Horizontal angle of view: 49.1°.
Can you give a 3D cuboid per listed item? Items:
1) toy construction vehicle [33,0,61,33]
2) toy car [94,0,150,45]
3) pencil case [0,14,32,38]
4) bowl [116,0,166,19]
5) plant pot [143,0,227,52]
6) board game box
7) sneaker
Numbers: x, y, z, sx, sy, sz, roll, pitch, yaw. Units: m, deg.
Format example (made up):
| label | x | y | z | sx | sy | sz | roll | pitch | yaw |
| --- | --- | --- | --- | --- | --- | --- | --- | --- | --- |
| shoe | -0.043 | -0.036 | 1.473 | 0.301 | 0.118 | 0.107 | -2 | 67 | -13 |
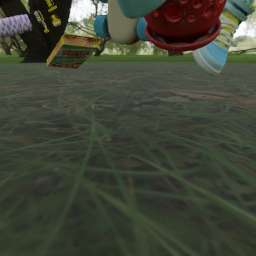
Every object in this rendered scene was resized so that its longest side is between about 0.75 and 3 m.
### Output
| label | x | y | z | sx | sy | sz | roll | pitch | yaw |
| --- | --- | --- | --- | --- | --- | --- | --- | --- | --- |
| toy construction vehicle | -2.755 | -3.868 | 9.628 | 0.821 | 0.943 | 0.332 | -26 | 13 | 8 |
| toy car | 0.482 | -3.937 | 9.581 | 2.265 | 2.174 | 2.457 | 17 | 21 | 34 |
| pencil case | -4.400 | -3.749 | 10.389 | 1.593 | 0.669 | 0.681 | -17 | 16 | -17 |
| bowl | 0.169 | -2.383 | 4.289 | 1.199 | 1.199 | 0.627 | 17 | -11 | 45 |
| plant pot | 1.121 | -2.705 | 5.809 | 1.896 | 1.726 | 1.896 | -5 | 50 | 6 |
| board game box | -1.737 | -2.316 | 8.663 | 1.059 | 0.332 | 2.217 | -2 | -8 | -28 |
| sneaker | 2.748 | -2.858 | 7.857 | 1.096 | 1.798 | 2.755 | 27 | 51 | -19 |
